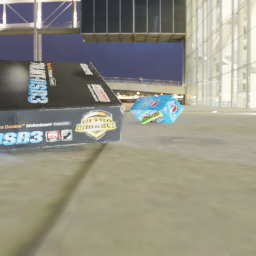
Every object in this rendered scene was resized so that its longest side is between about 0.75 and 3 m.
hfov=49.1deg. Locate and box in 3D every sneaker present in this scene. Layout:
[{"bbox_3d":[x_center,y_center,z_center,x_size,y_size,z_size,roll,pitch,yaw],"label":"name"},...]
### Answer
[{"bbox_3d":[0.857,-0.300,10.040,0.888,0.341,0.372,-17,-43,34],"label":"sneaker"}]

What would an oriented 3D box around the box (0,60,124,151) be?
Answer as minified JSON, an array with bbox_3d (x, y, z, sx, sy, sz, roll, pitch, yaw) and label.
[{"bbox_3d":[-1.637,-0.522,4.460,2.587,0.648,2.607,-4,27,-15],"label":"box"}]

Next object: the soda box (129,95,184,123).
[{"bbox_3d":[1.092,-0.783,11.599,0.778,0.822,2.423,45,-18,-24],"label":"soda box"}]
